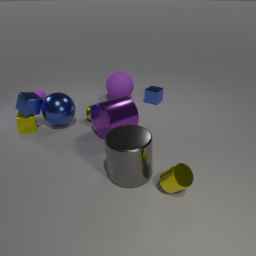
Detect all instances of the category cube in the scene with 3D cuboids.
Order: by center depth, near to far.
[{"bbox_3d":[-3.901,-0.960,11.076,0.700,0.700,0.700,35,25,29],"label":"cube"},{"bbox_3d":[-4.103,-0.253,11.409,0.700,0.700,0.700,-6,29,-10],"label":"cube"},{"bbox_3d":[1.298,-1.648,14.018,0.700,0.700,0.700,17,32,28],"label":"cube"}]

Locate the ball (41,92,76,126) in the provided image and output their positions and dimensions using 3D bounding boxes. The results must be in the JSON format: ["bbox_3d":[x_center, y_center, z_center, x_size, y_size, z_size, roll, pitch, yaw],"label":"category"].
[{"bbox_3d":[-2.881,-0.780,11.619,1.400,1.400,1.400,0,28,0],"label":"ball"}]

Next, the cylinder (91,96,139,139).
[{"bbox_3d":[-0.527,-0.427,10.968,1.400,1.400,1.400,-20,34,-32],"label":"cylinder"}]

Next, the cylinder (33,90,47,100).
[{"bbox_3d":[-4.301,-1.417,13.313,0.700,0.700,0.700,-18,33,-32],"label":"cylinder"}]

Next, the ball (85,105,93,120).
[{"bbox_3d":[-1.491,-0.659,12.144,0.700,0.700,0.700,0,28,0],"label":"ball"}]

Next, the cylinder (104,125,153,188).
[{"bbox_3d":[0.042,0.833,8.503,1.400,1.400,1.400,-3,32,2],"label":"cylinder"}]

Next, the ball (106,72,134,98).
[{"bbox_3d":[-0.406,-2.132,14.122,1.400,1.400,1.400,0,28,0],"label":"ball"}]

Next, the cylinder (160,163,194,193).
[{"bbox_3d":[1.355,1.411,7.857,0.700,0.700,0.700,12,60,-23],"label":"cylinder"}]
